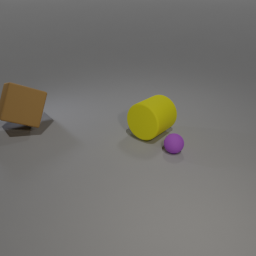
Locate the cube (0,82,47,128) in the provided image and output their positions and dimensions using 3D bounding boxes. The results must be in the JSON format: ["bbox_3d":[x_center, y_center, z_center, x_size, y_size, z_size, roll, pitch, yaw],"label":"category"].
[{"bbox_3d":[-4.119,-0.887,10.810,1.400,1.400,1.400,13,0,-31],"label":"cube"}]

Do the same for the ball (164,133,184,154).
[{"bbox_3d":[1.592,0.534,9.707,0.700,0.700,0.700,0,28,0],"label":"ball"}]

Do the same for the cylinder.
[{"bbox_3d":[0.914,-0.421,10.583,1.400,1.400,1.400,20,30,32],"label":"cylinder"}]
